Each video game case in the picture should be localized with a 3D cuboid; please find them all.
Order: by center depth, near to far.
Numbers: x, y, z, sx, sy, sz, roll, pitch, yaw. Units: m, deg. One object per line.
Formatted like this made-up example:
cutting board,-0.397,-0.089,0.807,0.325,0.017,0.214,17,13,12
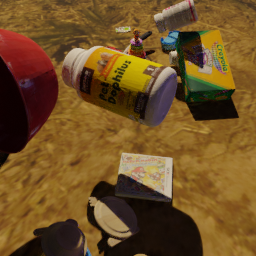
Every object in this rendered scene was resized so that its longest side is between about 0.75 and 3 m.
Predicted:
video game case,0.483,1.359,7.933,1.523,0.174,1.386,5,48,5

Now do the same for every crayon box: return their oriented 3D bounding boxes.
crayon box,2.779,-2.315,10.359,1.602,0.786,2.697,-4,66,-4

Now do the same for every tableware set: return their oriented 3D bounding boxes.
tableware set,-0.374,2.675,5.756,2.425,0.337,2.903,-2,45,-45

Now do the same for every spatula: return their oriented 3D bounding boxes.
spatula,0.087,-3.430,12.051,2.645,0.272,0.748,-41,59,-12

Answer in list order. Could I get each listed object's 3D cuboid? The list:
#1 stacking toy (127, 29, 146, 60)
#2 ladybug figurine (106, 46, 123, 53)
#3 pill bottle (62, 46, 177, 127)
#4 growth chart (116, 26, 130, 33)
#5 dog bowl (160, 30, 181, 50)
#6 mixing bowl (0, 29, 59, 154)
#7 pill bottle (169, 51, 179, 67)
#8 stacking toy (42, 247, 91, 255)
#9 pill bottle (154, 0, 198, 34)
stacking toy,0.353,-3.382,11.433,0.813,1.401,0.769,-4,48,-4
ladybug figurine,-0.583,-2.857,11.458,1.065,0.565,1.569,-30,58,-21
pill bottle,-0.256,-1.102,6.823,2.645,1.445,1.445,22,51,20
growth chart,-0.241,-4.799,13.642,0.767,0.068,0.555,-8,47,-8
dog bowl,2.005,-3.976,12.703,0.759,0.337,1.361,30,55,24
mixing bowl,-2.386,-0.920,5.745,2.595,2.595,1.405,27,40,23
pill bottle,2.389,-2.888,11.438,1.338,0.731,0.731,-6,48,-5
stacking toy,-1.747,3.067,5.997,1.837,1.008,1.066,-30,53,-10
pill bottle,1.765,-4.074,10.302,1.465,0.830,0.830,-15,44,20
